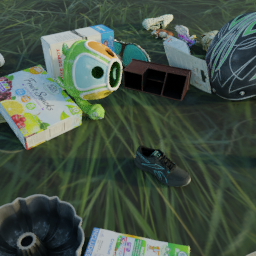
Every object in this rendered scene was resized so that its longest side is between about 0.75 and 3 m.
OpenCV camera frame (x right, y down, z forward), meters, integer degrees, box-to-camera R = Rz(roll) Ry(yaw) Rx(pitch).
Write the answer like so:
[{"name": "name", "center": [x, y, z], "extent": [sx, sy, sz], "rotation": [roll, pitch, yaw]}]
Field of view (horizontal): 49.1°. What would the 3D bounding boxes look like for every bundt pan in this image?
[{"name": "bundt pan", "center": [-1.805, 2.283, 5.201], "extent": [2.063, 0.774, 2.063], "rotation": [0, 39, 0]}]

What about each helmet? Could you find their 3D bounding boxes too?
[{"name": "helmet", "center": [4.185, -2.436, 9.691], "extent": [2.855, 2.994, 2.994], "rotation": [0, 35, -28]}]

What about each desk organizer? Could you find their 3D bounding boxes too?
[{"name": "desk organizer", "center": [1.034, -1.781, 10.267], "extent": [2.331, 0.836, 0.898], "rotation": [16, 44, 19]}]

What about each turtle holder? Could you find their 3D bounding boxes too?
[{"name": "turtle holder", "center": [-1.132, -1.513, 8.527], "extent": [1.589, 1.700, 2.237], "rotation": [14, 81, 24]}]

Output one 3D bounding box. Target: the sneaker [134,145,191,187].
[{"name": "sneaker", "center": [0.832, 0.944, 7.015], "extent": [1.565, 0.620, 0.590], "rotation": [22, 42, 23]}]

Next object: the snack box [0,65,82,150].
[{"name": "snack box", "center": [-2.913, -0.760, 8.694], "extent": [1.867, 0.696, 2.626], "rotation": [-28, 59, -31]}]

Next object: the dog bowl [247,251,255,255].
[{"name": "dog bowl", "center": [2.557, 3.123, 4.205], "extent": [2.375, 0.697, 2.375], "rotation": [0, 39, 0]}]

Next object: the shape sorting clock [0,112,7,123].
[{"name": "shape sorting clock", "center": [-4.409, -0.929, 9.458], "extent": [2.368, 0.464, 2.368], "rotation": [3, 43, -3]}]

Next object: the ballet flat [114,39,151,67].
[{"name": "ballet flat", "center": [-0.008, -3.110, 11.867], "extent": [2.947, 1.114, 0.942], "rotation": [35, 21, 31]}]

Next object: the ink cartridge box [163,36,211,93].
[{"name": "ink cartridge box", "center": [2.278, -2.322, 10.225], "extent": [0.512, 1.658, 2.044], "rotation": [-44, 50, -12]}]

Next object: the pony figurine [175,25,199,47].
[{"name": "pony figurine", "center": [2.743, -4.293, 13.423], "extent": [1.268, 1.093, 1.313], "rotation": [13, 24, 1]}]

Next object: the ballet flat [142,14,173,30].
[{"name": "ballet flat", "center": [1.717, -5.809, 15.612], "extent": [1.932, 0.693, 0.693], "rotation": [-18, 42, -17]}]

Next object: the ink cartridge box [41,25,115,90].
[{"name": "ink cartridge box", "center": [-1.811, -2.683, 10.577], "extent": [2.499, 1.825, 1.054], "rotation": [-20, 42, -24]}]

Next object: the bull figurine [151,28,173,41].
[{"name": "bull figurine", "center": [1.706, -4.847, 14.459], "extent": [1.200, 0.391, 0.729], "rotation": [15, 43, 20]}]

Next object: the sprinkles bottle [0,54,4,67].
[{"name": "sprinkles bottle", "center": [-5.812, -2.401, 11.183], "extent": [0.646, 0.646, 1.892], "rotation": [13, 41, 16]}]

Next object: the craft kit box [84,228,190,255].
[{"name": "craft kit box", "center": [0.041, 2.818, 4.818], "extent": [1.911, 0.469, 1.935], "rotation": [6, 39, 12]}]

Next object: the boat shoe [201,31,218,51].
[{"name": "boat shoe", "center": [3.789, -3.781, 12.714], "extent": [0.882, 0.979, 2.715], "rotation": [0, 33, 10]}]
